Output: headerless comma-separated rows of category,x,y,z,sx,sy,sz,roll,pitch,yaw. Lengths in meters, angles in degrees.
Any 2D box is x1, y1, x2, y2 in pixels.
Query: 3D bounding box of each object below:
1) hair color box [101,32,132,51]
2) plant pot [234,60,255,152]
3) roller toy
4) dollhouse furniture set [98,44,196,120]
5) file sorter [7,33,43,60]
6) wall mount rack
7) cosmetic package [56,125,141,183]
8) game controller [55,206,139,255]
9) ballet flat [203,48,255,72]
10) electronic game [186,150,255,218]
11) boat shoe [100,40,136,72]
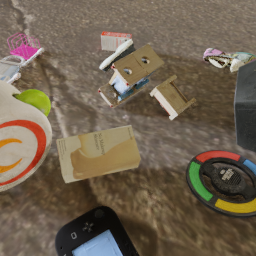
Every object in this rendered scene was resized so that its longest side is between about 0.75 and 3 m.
hair color box,-0.490,-3.724,12.145,1.271,0.705,0.406,9,46,8
plant pot,4.237,-0.596,7.813,2.267,2.550,2.556,0,48,25
roller toy,-3.445,0.153,6.939,2.781,2.537,1.943,-19,46,-43
dollhouse furniture set,0.541,-1.072,9.213,1.679,1.688,2.395,-36,85,-30
file sorter,-4.398,-3.506,11.915,1.151,0.722,0.800,23,50,21
wall mount rack,-4.570,-2.213,10.356,2.587,1.110,2.977,10,47,10
cosmetic package,-0.785,0.689,7.522,2.052,0.729,1.079,-12,67,-11
game controller,-0.417,2.946,5.570,1.492,0.602,2.859,-21,48,-20
ballet flat,4.010,-2.667,11.199,2.070,0.716,0.737,19,67,25
electronic game,2.468,1.295,6.914,2.065,0.430,2.065,2,40,-2
boat shoe,-0.281,-2.722,10.966,0.836,0.667,2.211,-11,32,47
